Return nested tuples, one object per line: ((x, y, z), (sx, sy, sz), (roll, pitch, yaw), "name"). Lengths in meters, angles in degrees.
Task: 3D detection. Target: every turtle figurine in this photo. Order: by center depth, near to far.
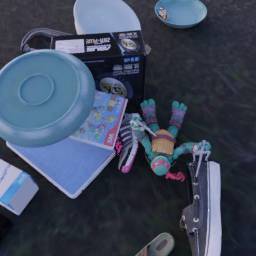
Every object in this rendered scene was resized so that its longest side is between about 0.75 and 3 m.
((0.933, 0.292, 7.391), (2.046, 1.376, 2.733), (19, 38, -9), "turtle figurine")

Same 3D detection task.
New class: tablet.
((-1.908, 0.560, 7.921), (2.746, 0.187, 1.787), (32, 61, 22), "tablet")

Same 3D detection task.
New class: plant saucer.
((-2.058, -0.823, 6.456), (2.592, 0.355, 2.592), (-2, 67, 4), "plant saucer")
((2.148, -4.716, 11.528), (2.099, 0.377, 2.099), (0, 54, 1), "plant saucer")

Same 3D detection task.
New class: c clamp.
((-2.850, -2.908, 10.268), (2.622, 0.355, 2.240), (21, 57, 14), "c clamp")

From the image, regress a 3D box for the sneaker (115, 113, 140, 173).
((-0.192, 0.317, 7.686), (0.875, 0.738, 2.001), (12, 49, -6), "sneaker")

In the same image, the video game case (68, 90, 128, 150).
((-1.163, -0.367, 7.399), (2.017, 0.176, 1.442), (16, 77, -1), "video game case")

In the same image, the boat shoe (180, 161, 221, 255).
((1.639, 2.058, 6.446), (0.847, 1.026, 2.991), (6, 48, 12), "boat shoe")

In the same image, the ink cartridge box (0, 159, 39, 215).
((-2.991, 1.424, 6.916), (1.122, 0.823, 0.819), (24, 59, 15), "ink cartridge box")

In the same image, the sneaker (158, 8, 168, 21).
((1.392, -4.608, 11.358), (0.349, 0.290, 0.775), (16, 41, -24), "sneaker")

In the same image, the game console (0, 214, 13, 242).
((-3.659, 2.289, 6.702), (1.608, 0.194, 0.949), (25, 58, 15), "game console")

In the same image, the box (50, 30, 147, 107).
((-0.808, -1.627, 8.300), (2.546, 2.085, 1.096), (-5, 54, -5), "box")

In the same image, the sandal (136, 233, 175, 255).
((0.487, 2.846, 6.171), (0.562, 0.404, 1.415), (36, 62, 23), "sandal")

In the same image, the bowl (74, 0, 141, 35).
((-0.837, -3.380, 9.669), (2.392, 1.075, 2.392), (11, 64, -23), "bowl")

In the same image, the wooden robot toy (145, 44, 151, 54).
((0.088, -2.487, 9.970), (1.565, 0.689, 0.710), (-40, 29, -24), "wooden robot toy")
